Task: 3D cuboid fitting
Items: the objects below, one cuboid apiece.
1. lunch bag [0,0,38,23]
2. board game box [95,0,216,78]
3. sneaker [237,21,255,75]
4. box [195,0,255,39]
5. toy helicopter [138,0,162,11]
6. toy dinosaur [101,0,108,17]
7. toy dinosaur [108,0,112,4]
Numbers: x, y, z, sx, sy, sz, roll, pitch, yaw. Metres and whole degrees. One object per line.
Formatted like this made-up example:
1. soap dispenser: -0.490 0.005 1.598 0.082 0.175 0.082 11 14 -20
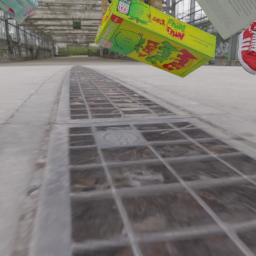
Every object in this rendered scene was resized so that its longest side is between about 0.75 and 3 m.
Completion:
1. lunch bag: -2.579 -2.923 5.332 1.454 0.699 1.813 51 9 23
2. board game box: 0.377 -1.235 3.940 1.508 0.359 0.766 17 -19 -19
3. sneaker: 3.623 -2.382 7.789 0.644 1.017 1.808 21 54 -14
4. box: 2.259 -2.623 4.334 2.176 1.060 1.353 -26 23 45
5. toy helicopter: 0.625 -3.690 9.358 1.102 2.795 1.848 2 14 -20
6. toy dinosaur: -0.554 -3.199 5.071 0.702 2.325 1.235 20 52 42
7. toy dinosaur: -0.204 -2.549 5.998 0.515 2.170 0.956 -7 42 18
